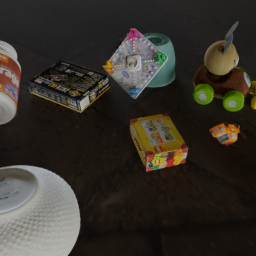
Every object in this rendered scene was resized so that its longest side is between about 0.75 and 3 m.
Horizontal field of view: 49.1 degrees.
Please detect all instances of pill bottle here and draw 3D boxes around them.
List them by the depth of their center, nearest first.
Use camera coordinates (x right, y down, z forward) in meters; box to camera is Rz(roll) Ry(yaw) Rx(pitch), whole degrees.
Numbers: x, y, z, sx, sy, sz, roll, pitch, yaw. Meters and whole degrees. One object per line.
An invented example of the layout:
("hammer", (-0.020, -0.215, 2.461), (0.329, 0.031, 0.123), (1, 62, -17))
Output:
("pill bottle", (-4.486, -1.622, 9.422), (1.584, 1.584, 2.824), (-6, 53, -7))

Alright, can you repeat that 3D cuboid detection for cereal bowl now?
("cereal bowl", (-2.520, 1.744, 5.876), (2.965, 1.235, 2.965), (2, 31, -1))

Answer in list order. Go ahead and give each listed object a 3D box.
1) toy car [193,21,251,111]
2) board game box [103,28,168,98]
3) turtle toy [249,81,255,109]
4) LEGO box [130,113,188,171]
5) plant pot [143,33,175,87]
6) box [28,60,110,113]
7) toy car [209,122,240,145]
("toy car", (3.455, -2.273, 9.741), (2.002, 2.538, 2.084), (15, 44, 14))
("board game box", (0.190, -2.401, 10.303), (1.913, 1.914, 0.248), (48, 19, 22))
("turtle toy", (5.378, -1.594, 9.936), (1.884, 1.307, 2.585), (7, 42, 8))
("LEGO box", (0.859, 0.365, 8.265), (1.210, 0.627, 1.625), (-10, 43, -11))
("plant pot", (0.972, -2.792, 11.099), (1.936, 1.554, 1.936), (0, 42, 0))
("box", (-2.189, -1.655, 10.564), (2.400, 0.592, 1.916), (21, 48, 22))
("toy car", (3.423, 0.022, 8.097), (1.938, 0.950, 0.645), (-21, 68, 34))
